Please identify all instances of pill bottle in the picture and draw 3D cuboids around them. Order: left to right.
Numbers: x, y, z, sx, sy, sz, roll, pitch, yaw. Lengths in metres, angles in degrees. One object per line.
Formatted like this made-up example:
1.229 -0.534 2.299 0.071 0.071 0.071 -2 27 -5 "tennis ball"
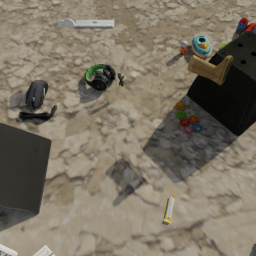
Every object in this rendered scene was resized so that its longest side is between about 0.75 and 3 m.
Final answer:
-3.667 3.848 7.334 0.838 0.838 1.505 19 61 11 "pill bottle"

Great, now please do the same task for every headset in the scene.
-0.919 -2.045 10.950 1.868 0.878 1.154 28 62 29 "headset"

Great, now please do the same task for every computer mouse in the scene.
-3.286 -1.160 10.660 1.341 0.440 1.910 7 59 6 "computer mouse"

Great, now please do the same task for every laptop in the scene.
-4.251 1.320 8.905 2.796 1.620 2.618 -8 57 14 "laptop"

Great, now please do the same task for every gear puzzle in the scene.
2.198 -0.432 10.349 0.779 0.197 1.504 -14 59 -9 "gear puzzle"

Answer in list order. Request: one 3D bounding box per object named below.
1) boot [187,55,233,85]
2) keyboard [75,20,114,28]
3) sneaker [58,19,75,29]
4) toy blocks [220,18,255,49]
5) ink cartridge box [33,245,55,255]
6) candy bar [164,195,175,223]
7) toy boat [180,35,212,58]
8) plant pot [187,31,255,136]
2.410 -1.888 8.360 1.166 1.021 0.386 33 48 23 "boot"
-1.572 -4.925 13.211 1.822 0.097 0.513 0 53 0 "keyboard"
-2.172 -3.839 10.294 0.885 0.333 0.392 21 25 37 "sneaker"
5.319 -3.613 11.368 2.640 1.805 1.319 26 62 16 "toy blocks"
-2.219 3.714 7.623 0.799 0.334 0.580 37 55 26 "ink cartridge box"
1.285 2.478 8.615 0.214 0.095 0.858 14 60 8 "candy bar"
2.913 -3.512 11.987 1.407 0.654 1.183 -11 59 -7 "toy boat"
4.036 -1.783 9.965 2.591 2.299 2.585 -36 64 -19 "plant pot"
